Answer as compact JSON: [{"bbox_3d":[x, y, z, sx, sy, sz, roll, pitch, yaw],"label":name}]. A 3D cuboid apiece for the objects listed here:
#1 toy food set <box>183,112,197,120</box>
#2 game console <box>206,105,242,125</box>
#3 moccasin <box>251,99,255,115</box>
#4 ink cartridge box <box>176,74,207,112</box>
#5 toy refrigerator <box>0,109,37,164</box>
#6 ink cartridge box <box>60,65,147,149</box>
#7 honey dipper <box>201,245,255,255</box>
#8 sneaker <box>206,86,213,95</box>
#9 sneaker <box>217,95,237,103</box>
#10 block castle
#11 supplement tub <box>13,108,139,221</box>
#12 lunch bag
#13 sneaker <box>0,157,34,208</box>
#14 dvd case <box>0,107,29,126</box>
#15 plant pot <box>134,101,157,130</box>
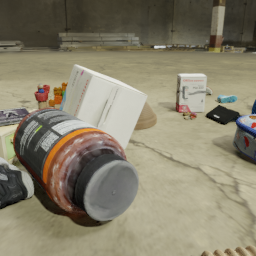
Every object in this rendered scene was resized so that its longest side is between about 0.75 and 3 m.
[{"bbox_3d":[2.449,-0.499,10.984,0.565,0.140,0.889,1,19,2],"label":"toy food set"},{"bbox_3d":[3.807,-0.387,10.706,1.068,0.706,1.214,-35,26,-6],"label":"game console"},{"bbox_3d":[4.855,-0.350,9.816,0.735,0.868,2.156,9,35,8],"label":"moccasin"},{"bbox_3d":[2.600,-1.450,11.590,1.106,1.518,0.644,-1,17,-2],"label":"ink cartridge box"},{"bbox_3d":[-2.951,0.181,7.907,0.807,0.876,2.308,7,20,18],"label":"toy refrigerator"},{"bbox_3d":[-0.827,-0.640,8.301,1.701,1.746,2.717,16,12,-27],"label":"ink cartridge box"},{"bbox_3d":[0.216,1.944,3.475,2.976,0.565,0.565,-6,20,-6],"label":"honey dipper"},{"bbox_3d":[3.662,-1.980,14.640,1.619,0.665,0.630,13,12,-11],"label":"sneaker"},{"bbox_3d":[4.695,-1.437,13.361,0.913,0.363,0.596,-4,21,-15],"label":"sneaker"},{"bbox_3d":[-2.395,-1.402,11.781,2.825,1.325,1.888,-3,20,-10],"label":"block castle"},{"bbox_3d":[-1.100,0.634,5.550,1.596,1.596,2.985,-13,24,-34],"label":"supplement tub"},{"bbox_3d":[4.398,0.281,7.479,2.680,1.013,2.148,-9,23,-21],"label":"lunch bag"},{"bbox_3d":[-2.786,1.088,5.598,1.736,0.655,0.988,15,22,30],"label":"sneaker"},{"bbox_3d":[-3.302,-0.337,7.889,1.023,0.110,1.376,-11,22,-29],"label":"dvd case"},{"bbox_3d":[0.101,-0.647,10.275,1.950,0.900,1.950,0,18,0],"label":"plant pot"}]
